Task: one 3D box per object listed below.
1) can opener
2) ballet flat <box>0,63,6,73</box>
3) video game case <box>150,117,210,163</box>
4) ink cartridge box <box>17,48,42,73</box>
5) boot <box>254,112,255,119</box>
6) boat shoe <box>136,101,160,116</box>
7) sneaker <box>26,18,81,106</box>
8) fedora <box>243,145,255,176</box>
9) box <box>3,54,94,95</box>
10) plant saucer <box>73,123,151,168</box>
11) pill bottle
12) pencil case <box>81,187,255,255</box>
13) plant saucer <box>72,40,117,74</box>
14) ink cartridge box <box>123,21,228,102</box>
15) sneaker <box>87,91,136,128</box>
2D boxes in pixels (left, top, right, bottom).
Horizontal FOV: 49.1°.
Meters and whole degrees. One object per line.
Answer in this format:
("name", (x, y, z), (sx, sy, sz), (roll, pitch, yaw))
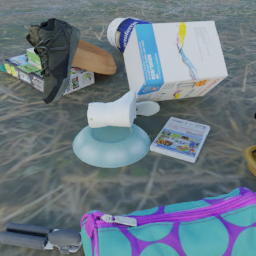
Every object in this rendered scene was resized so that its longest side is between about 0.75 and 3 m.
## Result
("can opener", (-1.297, 1.583, 4.203), (1.279, 0.428, 0.341), (5, 33, 8))
("ballet flat", (-4.298, -2.258, 10.294), (0.369, 0.369, 1.044), (27, 42, 35))
("video game case", (1.255, 0.227, 6.585), (1.027, 0.129, 1.435), (15, 36, 22))
("ink cartridge box", (-2.759, -2.360, 9.273), (1.679, 0.498, 0.872), (-27, 42, -35))
("boot", (4.171, -0.119, 6.728), (1.284, 0.719, 1.856), (-16, 23, -16))
("boat shoe", (0.254, -0.578, 7.567), (1.170, 0.413, 0.372), (-3, 33, -5))
("sneaker", (-2.129, -1.805, 7.348), (1.335, 2.331, 0.891), (17, -7, -43))
("fedora", (2.690, 0.750, 5.512), (0.945, 0.385, 0.945), (8, 39, -7))
("box", (-2.736, -1.925, 9.554), (2.978, 0.517, 1.639), (27, 41, 35))
("plant saucer", (-0.376, 0.198, 6.440), (1.812, 0.349, 1.812), (-1, 32, 0))
("pill bottle", (0.330, -3.585, 11.247), (1.480, 1.480, 2.558), (-21, 37, -29))
("pencil case", (0.670, 1.464, 3.722), (2.493, 1.152, 1.061), (-6, 27, -12))
("plant saucer", (-1.712, -2.652, 9.635), (2.915, 0.546, 2.915), (20, 19, -7))
("ink cartridge box", (1.211, -1.752, 7.710), (2.246, 1.625, 1.654), (-8, -11, -12))
("sneaker", (-0.368, -0.459, 6.450), (1.084, 0.691, 1.875), (-2, 13, 9))
